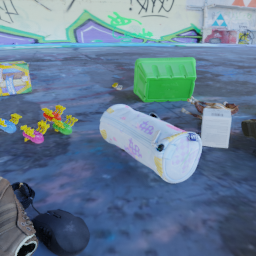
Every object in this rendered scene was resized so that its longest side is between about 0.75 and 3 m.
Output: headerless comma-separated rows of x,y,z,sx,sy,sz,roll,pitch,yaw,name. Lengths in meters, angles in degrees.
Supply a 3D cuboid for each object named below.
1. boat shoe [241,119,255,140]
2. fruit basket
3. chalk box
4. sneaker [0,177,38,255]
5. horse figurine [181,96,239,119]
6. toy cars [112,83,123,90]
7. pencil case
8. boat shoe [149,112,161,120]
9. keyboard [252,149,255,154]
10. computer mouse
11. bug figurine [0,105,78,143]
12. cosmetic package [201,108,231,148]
3.922,0.035,8.012,0.679,0.718,1.997,-12,13,4,boat shoe
1.644,-2.396,13.280,2.999,2.163,2.999,2,39,-1,fruit basket
-6.191,-2.448,13.801,2.406,1.490,1.497,-11,23,-27,chalk box
-1.888,1.682,4.331,0.944,0.880,2.500,11,22,-20,sneaker
2.991,-0.647,10.084,1.799,0.677,2.714,22,19,17,horse figurine
-0.568,-2.175,14.898,0.457,0.226,1.020,-15,28,-23,toy cars
0.424,0.275,7.069,1.331,1.220,2.935,8,12,-36,pencil case
0.927,-0.176,9.213,0.353,0.360,1.012,-31,38,2,boat shoe
4.372,0.554,7.838,1.921,0.198,1.220,-6,22,-17,keyboard
-1.566,1.471,5.115,0.746,0.433,2.543,-21,29,-41,computer mouse
-2.855,-0.106,8.946,1.906,0.632,2.458,24,27,35,bug figurine
2.568,-0.008,8.230,0.786,0.939,0.781,6,22,15,cosmetic package
